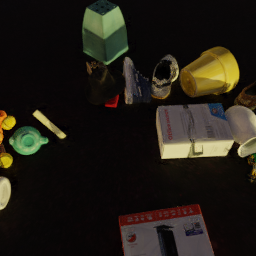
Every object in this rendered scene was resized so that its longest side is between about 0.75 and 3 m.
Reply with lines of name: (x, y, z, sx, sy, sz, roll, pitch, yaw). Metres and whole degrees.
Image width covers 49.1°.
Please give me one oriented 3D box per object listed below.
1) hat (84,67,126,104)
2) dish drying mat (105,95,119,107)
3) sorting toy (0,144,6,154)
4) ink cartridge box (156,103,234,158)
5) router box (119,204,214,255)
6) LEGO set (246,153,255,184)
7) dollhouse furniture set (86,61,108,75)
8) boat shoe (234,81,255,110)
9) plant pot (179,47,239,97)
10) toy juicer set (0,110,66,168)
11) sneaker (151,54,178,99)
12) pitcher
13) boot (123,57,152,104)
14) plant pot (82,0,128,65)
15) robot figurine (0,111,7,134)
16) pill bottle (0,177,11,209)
hat: (-1.156, -2.121, 12.454, 2.163, 0.872, 2.163, -12, 48, 14)
dish drying mat: (-0.683, -1.504, 12.809, 0.512, 0.121, 1.332, 7, 54, 4)
sorting toy: (-5.156, 1.062, 10.917, 0.757, 0.149, 0.818, -26, 53, -18)
ink cartridge box: (2.494, 0.100, 11.007, 2.609, 1.099, 1.886, -3, 54, -2)
router box: (1.194, 3.755, 8.588, 2.657, 0.649, 2.385, -8, 54, -6)
LEGO set: (5.056, 1.669, 10.179, 1.625, 0.942, 1.250, 11, 26, 6)
dollhouse furniture set: (-1.503, -3.021, 13.539, 0.919, 0.748, 0.874, -20, 56, -15)
boat shoe: (5.956, -1.661, 12.365, 2.747, 1.014, 1.039, -29, 59, -20)
plant pot: (3.386, -2.287, 12.209, 1.901, 2.021, 2.021, -22, 57, -14)
toy juicer set: (-4.010, 0.216, 10.773, 2.707, 1.722, 0.737, -30, 15, -23)
sneaker: (1.796, -2.681, 12.999, 1.067, 1.237, 2.822, 10, 53, 10)
pitcher: (4.741, 0.055, 10.823, 1.792, 1.266, 2.089, -3, 40, -4)
boot: (0.415, -2.181, 12.932, 1.161, 0.935, 2.571, 1, 61, -8)
plant pot: (-1.159, -4.849, 13.838, 1.731, 2.451, 1.732, 35, 60, 23)
robot figurine: (-5.995, 0.158, 10.624, 2.786, 2.004, 1.624, -43, 31, -27)
pill bottle: (-5.160, 2.180, 9.495, 1.981, 1.077, 1.077, 2, 54, 1)
